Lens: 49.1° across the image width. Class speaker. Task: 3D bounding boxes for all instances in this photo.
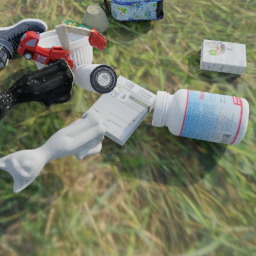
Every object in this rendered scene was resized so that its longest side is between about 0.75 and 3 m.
[{"bbox_3d":[-1.104,-1.580,8.815,0.856,0.856,2.108,-30,22,-16],"label":"speaker"}]

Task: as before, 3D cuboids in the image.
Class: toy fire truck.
[{"bbox_3d":[-2.017,-2.582,8.671,2.312,1.631,0.564,20,27,-26],"label":"toy fire truck"}]

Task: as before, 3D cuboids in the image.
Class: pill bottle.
[{"bbox_3d":[2.266,-0.418,9.120,2.825,1.536,1.536,10,61,5],"label":"pill bottle"}]

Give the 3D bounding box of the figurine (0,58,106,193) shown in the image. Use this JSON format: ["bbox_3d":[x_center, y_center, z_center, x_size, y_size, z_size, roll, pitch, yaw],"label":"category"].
[{"bbox_3d":[-2.434,-0.089,7.544,2.853,1.259,2.924,-29,86,-28],"label":"figurine"}]

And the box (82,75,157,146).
[{"bbox_3d":[-0.242,-0.673,9.896,1.712,0.452,2.196,31,64,17],"label":"box"}]

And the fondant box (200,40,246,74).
[{"bbox_3d":[3.753,-2.819,11.093,1.656,0.482,1.195,9,61,4],"label":"fondant box"}]

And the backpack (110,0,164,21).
[{"bbox_3d":[0.330,-5.727,12.054,2.243,1.648,2.053,-5,54,4],"label":"backpack"}]

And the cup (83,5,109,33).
[{"bbox_3d":[-1.416,-4.732,11.980,1.150,0.822,1.150,0,61,0],"label":"cup"}]

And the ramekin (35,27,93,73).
[{"bbox_3d":[-2.365,-2.757,10.253,2.294,1.204,2.294,-5,35,4],"label":"ramekin"}]

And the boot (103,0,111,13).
[{"bbox_3d":[-0.858,-5.661,12.810,0.358,0.350,0.950,-1,63,-24],"label":"boot"}]

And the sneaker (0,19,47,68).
[{"bbox_3d":[-4.422,-3.293,10.974,2.560,0.973,1.850,-14,50,3],"label":"sneaker"}]

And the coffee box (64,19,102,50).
[{"bbox_3d":[-2.081,-3.847,11.727,1.744,0.384,1.072,25,64,14],"label":"coffee box"}]
